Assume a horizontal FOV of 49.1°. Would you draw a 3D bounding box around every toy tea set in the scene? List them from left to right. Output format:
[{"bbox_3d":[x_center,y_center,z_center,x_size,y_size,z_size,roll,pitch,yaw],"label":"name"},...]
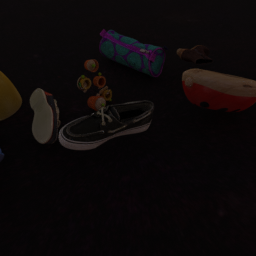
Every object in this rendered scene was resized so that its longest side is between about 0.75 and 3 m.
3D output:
[{"bbox_3d":[-0.858,-1.153,7.818,0.562,1.520,0.904,19,56,41],"label":"toy tea set"}]

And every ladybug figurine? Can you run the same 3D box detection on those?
[{"bbox_3d":[2.445,-0.978,7.450,2.526,0.909,1.715,3,18,-29],"label":"ladybug figurine"}]

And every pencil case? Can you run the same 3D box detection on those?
[{"bbox_3d":[0.136,-2.635,9.716,2.431,1.123,1.034,29,81,30],"label":"pencil case"}]

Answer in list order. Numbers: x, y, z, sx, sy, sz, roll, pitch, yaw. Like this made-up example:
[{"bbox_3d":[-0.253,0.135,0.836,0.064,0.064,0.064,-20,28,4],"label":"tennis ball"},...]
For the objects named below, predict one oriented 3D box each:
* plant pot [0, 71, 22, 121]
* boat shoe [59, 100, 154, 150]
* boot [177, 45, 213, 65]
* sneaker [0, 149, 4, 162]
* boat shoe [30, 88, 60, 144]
[{"bbox_3d":[-4.008,-1.080,7.910,1.669,1.185,1.669,0,41,0],"label":"plant pot"},{"bbox_3d":[-0.465,-0.182,6.483,2.331,0.742,0.824,-17,57,-24],"label":"boat shoe"},{"bbox_3d":[2.416,-2.335,9.254,1.394,0.504,1.160,-8,34,-26],"label":"boot"},{"bbox_3d":[-3.408,0.267,6.180,0.887,0.987,2.399,-29,32,-19],"label":"sneaker"},{"bbox_3d":[-2.103,-0.284,7.369,0.733,0.644,2.060,-40,44,11],"label":"boat shoe"}]
